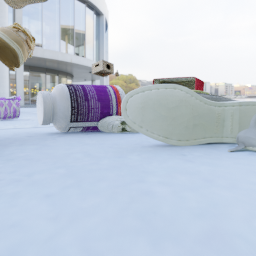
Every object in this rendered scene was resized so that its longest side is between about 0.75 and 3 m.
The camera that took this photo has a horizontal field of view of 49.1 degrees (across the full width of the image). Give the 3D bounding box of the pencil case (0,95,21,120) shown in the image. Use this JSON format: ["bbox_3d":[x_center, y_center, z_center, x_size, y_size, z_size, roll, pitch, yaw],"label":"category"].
[{"bbox_3d":[-5.895,-0.889,11.923,2.626,1.122,1.102,-6,52,-39],"label":"pencil case"}]

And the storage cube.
[{"bbox_3d":[2.230,-1.207,12.085,2.072,1.771,1.863,2,4,25],"label":"storage cube"}]

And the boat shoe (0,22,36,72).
[{"bbox_3d":[-2.595,-1.945,6.383,0.963,0.904,2.612,43,-12,-23],"label":"boat shoe"}]

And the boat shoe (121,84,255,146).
[{"bbox_3d":[1.207,-0.202,5.150,2.848,1.018,0.851,5,4,-13],"label":"boat shoe"}]

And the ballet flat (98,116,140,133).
[{"bbox_3d":[-0.092,-0.049,6.875,1.282,0.445,0.445,0,5,-8],"label":"ballet flat"}]

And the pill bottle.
[{"bbox_3d":[-1.176,-0.523,7.246,2.160,1.215,1.215,-2,6,-28],"label":"pill bottle"}]

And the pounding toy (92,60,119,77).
[{"bbox_3d":[-0.691,-2.162,10.156,0.824,0.429,0.938,-11,-12,41],"label":"pounding toy"}]

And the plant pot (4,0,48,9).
[{"bbox_3d":[-2.067,-2.922,5.813,0.800,0.874,0.874,13,10,24],"label":"plant pot"}]

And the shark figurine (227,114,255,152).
[{"bbox_3d":[2.064,0.080,4.042,0.892,0.623,1.494,-5,5,-33],"label":"shark figurine"}]
